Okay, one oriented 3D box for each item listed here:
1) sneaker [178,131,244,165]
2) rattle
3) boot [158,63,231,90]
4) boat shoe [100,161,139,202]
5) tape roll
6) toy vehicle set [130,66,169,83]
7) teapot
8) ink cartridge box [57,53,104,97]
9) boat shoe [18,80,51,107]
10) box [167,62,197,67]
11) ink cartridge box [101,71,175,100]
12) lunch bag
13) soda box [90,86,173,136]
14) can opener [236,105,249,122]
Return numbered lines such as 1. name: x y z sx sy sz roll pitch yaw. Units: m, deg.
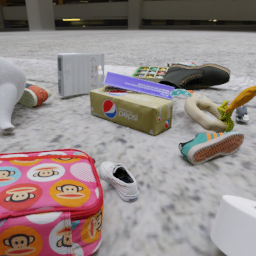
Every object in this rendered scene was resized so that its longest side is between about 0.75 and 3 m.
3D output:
1. sneaker: 1.985 0.333 6.682 1.699 0.606 0.679 -13 31 -24
2. rattle: 2.285 -1.022 8.015 1.507 1.653 2.314 -4 40 -14
3. boot: 2.739 -1.906 11.724 2.732 1.058 1.890 6 33 26
4. boat shoe: -0.170 0.915 5.553 0.485 0.431 1.319 -14 27 -29
5. tape roll: 1.883 1.384 3.433 1.625 0.568 1.625 18 1 0
6. toy vehicle set: 1.110 -2.620 13.857 1.649 0.352 2.653 4 24 10
7. teapot: -4.726 -1.162 8.407 2.929 2.167 2.968 22 -6 -25
8. ink cartridge box: -1.835 -2.143 11.074 0.559 1.592 1.959 19 26 38
9. boat shoe: -3.990 -1.436 10.368 2.579 0.918 0.807 19 36 29
10. box: 2.897 -2.911 14.379 1.478 0.466 2.686 0 23 0
11. ink cartridge box: 0.407 -1.416 9.606 2.305 0.505 2.326 14 7 4
12. lunch bag: -1.738 1.079 4.473 2.586 1.060 2.278 -2 21 -14
13. soda box: 0.035 -0.595 8.543 2.628 0.841 0.890 18 29 37
14. can opener: 3.643 -0.545 8.908 0.365 0.457 1.367 8 25 17
